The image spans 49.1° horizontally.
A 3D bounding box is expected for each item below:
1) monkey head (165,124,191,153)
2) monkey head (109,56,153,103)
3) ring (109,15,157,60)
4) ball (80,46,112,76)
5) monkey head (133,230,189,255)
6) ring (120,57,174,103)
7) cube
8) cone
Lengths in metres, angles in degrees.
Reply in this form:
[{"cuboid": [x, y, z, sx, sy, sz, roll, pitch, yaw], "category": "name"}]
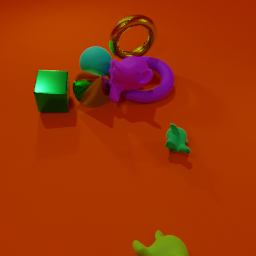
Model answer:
[{"cuboid": [1.320, 0.308, 7.106, 0.729, 1.014, 0.611, 16, 74, 37], "category": "monkey head"}, {"cuboid": [0.031, -1.394, 8.207, 1.161, 1.386, 1.926, 4, 10, -15], "category": "monkey head"}, {"cuboid": [0.167, -2.868, 9.039, 1.655, 1.655, 0.331, -15, 56, -14], "category": "ring"}, {"cuboid": [-1.036, -2.102, 9.148, 1.079, 1.079, 1.079, 0, 47, 0], "category": "ball"}, {"cuboid": [0.619, 2.267, 5.116, 0.822, 0.981, 1.364, -40, 14, -13], "category": "monkey head"}, {"cuboid": [0.505, -1.576, 8.981, 1.930, 0.386, 1.930, -2, 55, 2], "category": "ring"}, {"cuboid": [-2.180, -1.058, 8.169, 0.885, 0.885, 0.885, 1, 56, -7], "category": "cube"}, {"cuboid": [-0.893, -1.283, 7.949, 1.222, 1.227, 1.222, 2, 83, -17], "category": "cone"}]
